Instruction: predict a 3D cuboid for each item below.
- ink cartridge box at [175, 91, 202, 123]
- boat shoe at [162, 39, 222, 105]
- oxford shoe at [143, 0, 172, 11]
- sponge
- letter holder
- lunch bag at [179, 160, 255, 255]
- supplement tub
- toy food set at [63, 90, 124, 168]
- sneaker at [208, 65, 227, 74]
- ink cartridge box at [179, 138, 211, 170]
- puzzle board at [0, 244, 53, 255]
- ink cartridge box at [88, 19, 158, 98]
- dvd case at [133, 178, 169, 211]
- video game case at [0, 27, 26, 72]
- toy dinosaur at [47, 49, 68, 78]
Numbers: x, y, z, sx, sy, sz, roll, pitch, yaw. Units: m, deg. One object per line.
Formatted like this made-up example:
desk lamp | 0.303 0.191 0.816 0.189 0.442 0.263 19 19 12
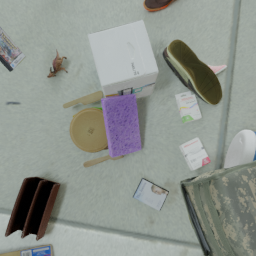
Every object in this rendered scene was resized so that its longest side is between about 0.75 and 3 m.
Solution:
ink cartridge box | 2.316 -0.851 10.820 0.698 0.401 1.192 -15 82 -2
boat shoe | 2.445 -2.066 10.743 2.915 0.958 1.041 46 74 -12
oxford shoe | 1.646 -5.592 11.324 2.356 0.855 0.839 -33 83 -5
sponge | -0.208 -0.092 10.018 1.210 0.323 2.168 -13 109 -19
letter holder | -3.283 2.799 9.739 1.007 1.424 2.003 16 81 2
lunch bag | 2.394 2.206 7.269 1.555 2.644 2.169 -13 77 -21
supplement tub | 4.971 1.321 9.696 2.693 1.948 1.948 17 82 3
toy food set | -1.309 0.068 10.694 1.828 0.531 2.648 -17 92 3
sneaker | 3.359 -2.346 11.056 1.031 0.388 0.539 -30 87 0
ink cartridge box | 2.502 0.973 10.523 0.760 0.430 1.038 -25 82 -4
puzzle board | -3.842 5.263 9.626 2.544 0.221 1.917 -6 69 -14
ink cartridge box | -0.158 -2.163 9.920 1.875 2.568 1.884 -15 82 -2
dvd case | 0.854 2.477 10.460 1.135 0.100 0.810 27 82 4
video game case | -3.939 -2.543 8.942 0.159 1.126 1.246 -25 120 21
toy dinosaur | -2.784 -2.433 10.859 0.481 1.122 0.760 30 41 28
